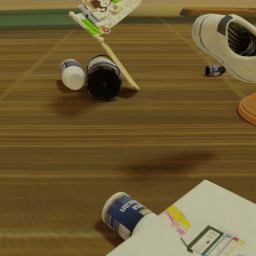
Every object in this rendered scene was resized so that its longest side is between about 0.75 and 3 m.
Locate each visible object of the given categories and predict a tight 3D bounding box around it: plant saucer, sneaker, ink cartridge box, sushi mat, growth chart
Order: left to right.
[{"bbox_3d":[-0.522,-3.536,7.814,1.702,0.209,2.351,39,79,21],"label":"growth chart"},{"bbox_3d":[-0.302,-2.266,10.260,0.131,2.171,1.039,-37,-7,11],"label":"sushi mat"},{"bbox_3d":[0.820,1.828,3.100,1.970,1.450,1.425,-24,36,-38],"label":"ink cartridge box"},{"bbox_3d":[2.144,-1.315,5.029,2.254,0.823,0.798,14,13,-31],"label":"sneaker"},{"bbox_3d":[4.735,-0.590,8.597,2.504,0.469,2.504,-1,28,0],"label":"plant saucer"}]

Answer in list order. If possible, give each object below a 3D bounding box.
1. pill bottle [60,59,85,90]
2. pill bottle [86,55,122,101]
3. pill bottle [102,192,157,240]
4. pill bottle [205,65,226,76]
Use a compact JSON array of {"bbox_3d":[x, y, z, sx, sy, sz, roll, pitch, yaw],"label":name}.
[{"bbox_3d":[-2.144,-2.049,10.843,0.873,0.873,1.571,-8,30,-15],"label":"pill bottle"},{"bbox_3d":[-0.904,-1.954,10.271,1.251,1.251,2.237,-3,28,-5],"label":"pill bottle"},{"bbox_3d":[0.138,1.547,4.515,0.604,0.604,1.087,-25,37,-38],"label":"pill bottle"},{"bbox_3d":[3.785,-2.489,12.107,0.787,0.440,0.440,-6,29,-11],"label":"pill bottle"}]
